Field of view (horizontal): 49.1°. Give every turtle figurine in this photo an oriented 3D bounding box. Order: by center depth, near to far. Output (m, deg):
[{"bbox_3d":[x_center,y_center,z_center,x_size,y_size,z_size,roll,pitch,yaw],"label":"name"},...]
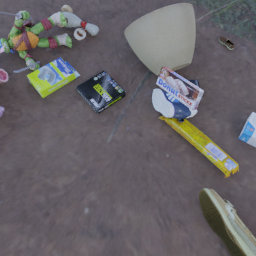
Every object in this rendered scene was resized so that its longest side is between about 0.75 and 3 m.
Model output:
[{"bbox_3d":[-3.222,-3.060,9.821,2.500,2.578,1.855,-25,97,-18],"label":"turtle figurine"}]

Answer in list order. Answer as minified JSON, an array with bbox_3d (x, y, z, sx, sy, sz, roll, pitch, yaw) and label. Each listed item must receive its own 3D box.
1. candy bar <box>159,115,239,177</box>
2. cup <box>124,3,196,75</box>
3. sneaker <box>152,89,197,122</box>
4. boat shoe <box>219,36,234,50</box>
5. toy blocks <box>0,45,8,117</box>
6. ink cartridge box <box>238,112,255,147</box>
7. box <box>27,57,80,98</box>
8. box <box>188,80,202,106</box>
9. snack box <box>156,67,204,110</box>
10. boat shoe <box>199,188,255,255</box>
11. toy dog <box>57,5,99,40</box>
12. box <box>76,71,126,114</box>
[{"bbox_3d":[2.155,0.390,8.598,0.713,0.317,2.858,-27,60,-36],"label":"candy bar"},{"bbox_3d":[1.299,-2.829,9.585,2.438,2.438,1.744,-20,93,-11],"label":"cup"},{"bbox_3d":[1.561,-0.795,9.135,1.173,0.646,1.603,-2,30,-19],"label":"sneaker"},{"bbox_3d":[3.837,-3.344,10.828,0.281,0.282,0.762,-33,65,-17],"label":"boat shoe"},{"bbox_3d":[-4.596,-1.464,8.383,1.843,2.190,2.046,-18,57,27],"label":"toy blocks"},{"bbox_3d":[4.213,0.187,8.693,1.197,0.501,0.868,28,64,15],"label":"ink cartridge box"},{"bbox_3d":[-2.621,-1.848,9.933,1.573,0.375,0.959,-35,67,-17],"label":"box"},{"bbox_3d":[2.009,-1.194,9.502,0.802,0.471,0.789,-2,61,-3],"label":"box"},{"bbox_3d":[1.372,-1.108,7.614,0.188,0.556,1.547,-8,38,-35],"label":"snack box"},{"bbox_3d":[2.701,2.519,7.233,0.716,0.830,2.274,-22,64,-23],"label":"boat shoe"},{"bbox_3d":[-2.059,-4.006,11.058,1.725,0.831,1.138,45,66,6],"label":"toy dog"},{"bbox_3d":[-0.927,-1.256,9.634,1.221,0.300,1.265,-33,65,-20],"label":"box"}]
